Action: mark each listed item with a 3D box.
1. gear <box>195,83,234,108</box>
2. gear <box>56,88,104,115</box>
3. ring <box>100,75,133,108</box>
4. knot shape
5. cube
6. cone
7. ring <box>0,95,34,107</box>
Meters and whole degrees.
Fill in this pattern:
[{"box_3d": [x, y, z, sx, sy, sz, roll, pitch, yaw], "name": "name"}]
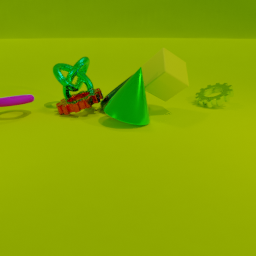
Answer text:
[{"box_3d": [3.462, -1.337, 11.259, 1.463, 0.271, 1.463, -19, 29, 11], "name": "gear"}, {"box_3d": [-1.784, -1.008, 10.377, 1.727, 0.319, 1.727, -16, 22, 6], "name": "gear"}, {"box_3d": [-0.221, -1.433, 10.663, 2.054, 0.411, 2.054, -37, 10, 8], "name": "ring"}, {"box_3d": [-2.044, -1.797, 11.125, 0.890, 1.803, 1.927, 7, 30, 36], "name": "knot shape"}, {"box_3d": [1.292, -1.853, 9.896, 1.153, 1.153, 1.153, 24, 51, -31], "name": "cube"}, {"box_3d": [0.181, -1.175, 9.045, 1.638, 1.644, 1.638, 15, 20, -6], "name": "cone"}, {"box_3d": [-3.991, -0.956, 9.799, 1.380, 0.276, 1.380, -6, 12, 1], "name": "ring"}]
